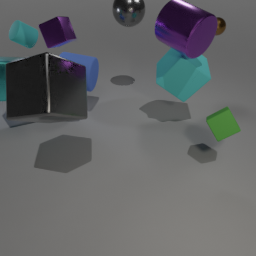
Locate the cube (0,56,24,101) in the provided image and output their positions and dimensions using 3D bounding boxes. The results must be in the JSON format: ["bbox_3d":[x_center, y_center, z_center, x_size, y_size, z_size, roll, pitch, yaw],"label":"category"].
[{"bbox_3d":[-4.347,-1.847,10.390,1.400,1.400,1.400,-7,23,-33],"label":"cube"}]

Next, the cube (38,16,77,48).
[{"bbox_3d":[-2.074,-2.840,8.318,0.700,0.700,0.700,-14,16,20],"label":"cube"}]

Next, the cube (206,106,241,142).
[{"bbox_3d":[2.757,-0.127,8.143,0.700,0.700,0.700,-29,2,20],"label":"cube"}]

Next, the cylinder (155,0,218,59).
[{"bbox_3d":[1.796,-3.097,8.757,1.400,1.400,1.400,-25,52,-35],"label":"cylinder"}]

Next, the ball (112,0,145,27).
[{"bbox_3d":[0.037,-5.004,11.820,1.400,1.400,1.400,0,31,0],"label":"ball"}]

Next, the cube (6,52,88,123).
[{"bbox_3d":[-1.983,-0.896,6.939,1.400,1.400,1.400,-5,-4,29],"label":"cube"}]

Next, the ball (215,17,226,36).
[{"bbox_3d":[3.579,-4.081,11.257,0.700,0.700,0.700,0,31,0],"label":"ball"}]

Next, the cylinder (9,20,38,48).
[{"bbox_3d":[-3.502,-3.137,9.403,0.700,0.700,0.700,32,10,41],"label":"cylinder"}]

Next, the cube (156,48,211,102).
[{"bbox_3d":[2.013,-2.126,10.400,1.400,1.400,1.400,30,40,-21],"label":"cube"}]

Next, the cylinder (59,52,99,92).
[{"bbox_3d":[-2.061,-2.302,11.494,1.400,1.400,1.400,12,32,7],"label":"cylinder"}]
